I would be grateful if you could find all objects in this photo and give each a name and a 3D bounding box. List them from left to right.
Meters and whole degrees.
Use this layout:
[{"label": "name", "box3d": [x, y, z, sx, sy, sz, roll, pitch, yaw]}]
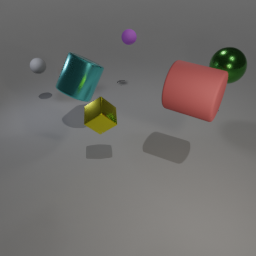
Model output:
[{"label": "ball", "box3d": [-4.012, -2.767, 12.493, 0.700, 0.700, 0.700, 0, 32, 0]}, {"label": "cylinder", "box3d": [-1.785, -1.884, 10.397, 1.400, 1.400, 1.400, 24, 13, -6]}, {"label": "cube", "box3d": [-0.811, -0.360, 8.278, 0.700, 0.700, 0.700, -29, 47, 27]}, {"label": "ball", "box3d": [0.049, -4.215, 12.974, 0.700, 0.700, 0.700, 0, 32, 0]}, {"label": "cylinder", "box3d": [1.833, -1.024, 7.703, 1.400, 1.400, 1.400, 20, 37, 22]}, {"label": "ball", "box3d": [3.893, -2.433, 10.922, 1.400, 1.400, 1.400, 0, 32, 0]}]
